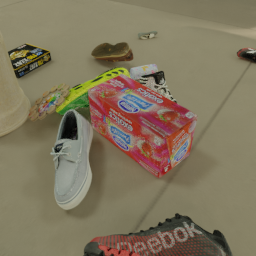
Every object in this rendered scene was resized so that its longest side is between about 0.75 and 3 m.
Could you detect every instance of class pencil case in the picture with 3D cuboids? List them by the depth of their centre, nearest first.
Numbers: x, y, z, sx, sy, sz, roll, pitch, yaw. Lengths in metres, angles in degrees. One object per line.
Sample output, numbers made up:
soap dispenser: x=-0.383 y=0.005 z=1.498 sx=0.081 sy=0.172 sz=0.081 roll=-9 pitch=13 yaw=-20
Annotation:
pencil case: x=0.616 y=-2.167 z=10.875 sx=1.089 sy=0.494 sz=0.453 roll=-15 pitch=58 yaw=-16

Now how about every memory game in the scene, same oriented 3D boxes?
memory game: x=-2.514 y=-0.847 z=8.872 sx=1.663 sy=0.106 sz=1.663 roll=-24 pitch=38 yaw=20

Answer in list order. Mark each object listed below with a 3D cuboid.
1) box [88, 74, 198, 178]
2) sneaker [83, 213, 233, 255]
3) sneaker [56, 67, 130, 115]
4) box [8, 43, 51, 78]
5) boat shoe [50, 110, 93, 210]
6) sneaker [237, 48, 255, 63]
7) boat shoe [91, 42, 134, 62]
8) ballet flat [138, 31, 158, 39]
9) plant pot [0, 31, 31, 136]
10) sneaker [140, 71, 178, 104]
box: x=0.301 y=-0.168 z=7.814 sx=1.383 sy=1.445 sz=2.898 roll=-31 pitch=50 yaw=-31
sneaker: x=0.625 y=2.310 z=5.292 sx=2.875 sy=1.016 sz=1.405 roll=6 pitch=42 yaw=4
sneaker: x=-1.082 y=-0.997 z=9.102 sx=2.677 sy=1.119 sz=0.992 roll=-25 pitch=25 yaw=-1
box: x=-4.403 y=-2.845 z=11.669 sx=1.509 sy=0.466 sz=1.890 roll=24 pitch=46 yaw=23
boat shoe: x=-1.504 y=0.634 z=6.999 sx=0.964 sy=0.984 sz=2.763 roll=-20 pitch=42 yaw=17
sneaker: x=5.339 y=-3.069 z=11.898 sx=1.349 sy=0.477 sz=0.659 roll=10 pitch=40 yaw=9
boat shoe: x=-0.675 y=-3.034 z=11.617 sx=2.147 sy=0.725 sz=0.773 roll=12 pitch=67 yaw=41
ballet flat: x=0.985 y=-4.537 z=13.786 sx=1.006 sy=0.339 sz=0.320 roll=-7 pitch=69 yaw=-7
plant pot: x=-4.546 y=-1.527 z=8.267 sx=2.887 sy=2.643 sz=2.887 roll=4 pitch=40 yaw=-4
sneaker: x=1.064 y=-0.939 z=8.769 sx=0.890 sy=1.357 sz=2.358 roll=-26 pitch=47 yaw=-27
